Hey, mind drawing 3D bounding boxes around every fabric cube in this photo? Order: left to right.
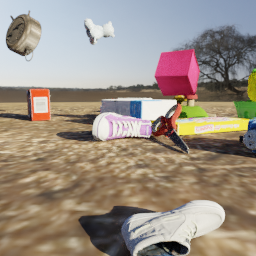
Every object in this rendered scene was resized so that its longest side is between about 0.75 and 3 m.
[{"bbox_3d":[1.859,-2.033,10.417,1.250,1.254,1.230,2,-30,29],"label":"fabric cube"}]

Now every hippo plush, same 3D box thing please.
[{"bbox_3d":[-1.203,-4.240,11.958,1.084,1.074,1.348,-22,14,-9],"label":"hippo plush"}]

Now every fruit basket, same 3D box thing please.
[{"bbox_3d":[4.556,-0.954,9.130,1.547,2.145,2.145,-3,8,-27],"label":"fruit basket"}]

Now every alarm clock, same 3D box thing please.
[{"bbox_3d":[-3.373,-2.891,9.050,1.284,1.904,0.634,-37,-27,22],"label":"alarm clock"}]

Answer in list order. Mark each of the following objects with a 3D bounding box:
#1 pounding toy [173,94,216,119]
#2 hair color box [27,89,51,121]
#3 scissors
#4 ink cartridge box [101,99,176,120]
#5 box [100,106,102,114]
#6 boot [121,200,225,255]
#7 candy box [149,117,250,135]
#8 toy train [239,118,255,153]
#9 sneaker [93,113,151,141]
[{"bbox_3d":[2.692,-0.992,12.660,2.033,1.222,2.634,5,9,34],"label":"pounding toy"},{"bbox_3d":[-4.231,-1.117,13.124,0.828,1.372,2.704,-4,7,-22],"label":"hair color box"},{"bbox_3d":[0.970,0.179,6.752,1.056,0.201,2.886,-40,16,20],"label":"scissors"},{"bbox_3d":[0.148,-0.579,10.295,1.666,0.959,2.876,-6,9,-39],"label":"ink cartridge box"},{"bbox_3d":[-0.902,-0.805,14.015,0.522,0.559,2.697,-2,8,-15],"label":"box"},{"bbox_3d":[0.383,0.770,2.008,0.821,0.302,0.392,-9,15,-10],"label":"boot"},{"bbox_3d":[2.264,-0.103,8.752,2.895,0.382,1.480,-4,10,-28],"label":"candy box"},{"bbox_3d":[2.828,0.128,5.480,1.017,0.772,1.780,-6,4,34],"label":"toy train"},{"bbox_3d":[-0.017,-0.029,7.006,1.069,0.680,1.876,7,10,29],"label":"sneaker"}]
